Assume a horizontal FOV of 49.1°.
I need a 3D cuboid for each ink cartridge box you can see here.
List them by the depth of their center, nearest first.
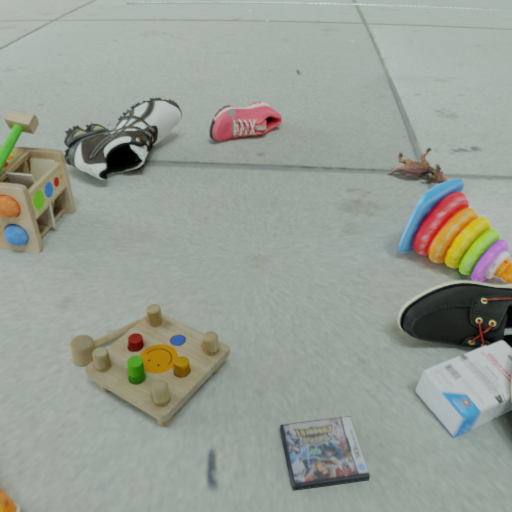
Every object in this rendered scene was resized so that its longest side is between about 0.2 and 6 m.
[{"bbox_3d":[3.141,1.837,7.889,1.484,0.503,0.861,-15,45,-21],"label":"ink cartridge box"}]

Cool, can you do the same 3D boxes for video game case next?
[{"bbox_3d":[0.872,2.543,7.281,0.993,0.127,0.897,-5,39,-7],"label":"video game case"}]

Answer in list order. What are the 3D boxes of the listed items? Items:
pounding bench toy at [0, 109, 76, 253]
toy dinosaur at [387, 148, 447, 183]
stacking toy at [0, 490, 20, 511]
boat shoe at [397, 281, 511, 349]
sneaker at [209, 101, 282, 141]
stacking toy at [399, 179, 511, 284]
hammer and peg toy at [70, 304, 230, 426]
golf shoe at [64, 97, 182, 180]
[{"bbox_3d":[-4.766,-1.453,10.876,1.434,2.308,1.800,7,36,9],"label":"pounding bench toy"},{"bbox_3d":[3.799,-2.026,13.168,1.334,0.572,0.904,-6,43,1],"label":"toy dinosaur"},{"bbox_3d":[-3.279,2.519,6.139,0.984,1.346,0.984,-17,6,2],"label":"stacking toy"},{"bbox_3d":[3.559,0.975,8.701,2.670,0.977,0.837,-1,28,-9],"label":"boat shoe"},{"bbox_3d":[-0.229,-3.586,15.009,2.251,0.830,0.976,-28,46,-33],"label":"sneaker"},{"bbox_3d":[4.004,-0.095,10.105,1.471,1.391,2.534,-29,56,-33],"label":"stacking toy"},{"bbox_3d":[-1.666,1.393,8.315,2.191,0.772,1.611,22,42,27],"label":"hammer and peg toy"},{"bbox_3d":[-2.942,-2.747,13.740,1.590,1.308,3.365,40,55,24],"label":"golf shoe"}]
